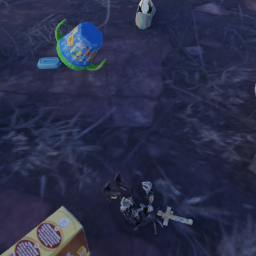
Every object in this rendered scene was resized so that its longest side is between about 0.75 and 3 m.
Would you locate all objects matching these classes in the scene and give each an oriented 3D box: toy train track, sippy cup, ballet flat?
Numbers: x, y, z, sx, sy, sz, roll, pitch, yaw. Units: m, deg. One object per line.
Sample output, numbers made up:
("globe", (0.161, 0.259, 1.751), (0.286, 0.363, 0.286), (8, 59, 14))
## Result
("toy train track", (1.065, 2.019, 6.363), (0.805, 0.131, 0.462), (13, 48, 12))
("sippy cup", (-1.559, -2.869, 9.588), (1.748, 1.281, 1.372), (9, 62, -38))
("ballet flat", (0.857, -5.576, 13.123), (0.875, 0.827, 2.596), (5, 46, 5))

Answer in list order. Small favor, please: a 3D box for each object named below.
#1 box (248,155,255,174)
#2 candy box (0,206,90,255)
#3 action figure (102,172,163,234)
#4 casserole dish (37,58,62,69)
("box", (4.302, 1.088, 6.778), (1.452, 0.811, 2.057), (-26, 52, -27))
("candy box", (-1.798, 2.625, 4.921), (0.665, 1.373, 2.354), (34, 56, 28))
("action figure", (0.143, 1.648, 6.286), (1.545, 0.788, 0.918), (31, 43, 29))
("casserole dish", (-2.995, -2.482, 10.626), (0.928, 0.180, 0.562), (-3, 46, -2))
